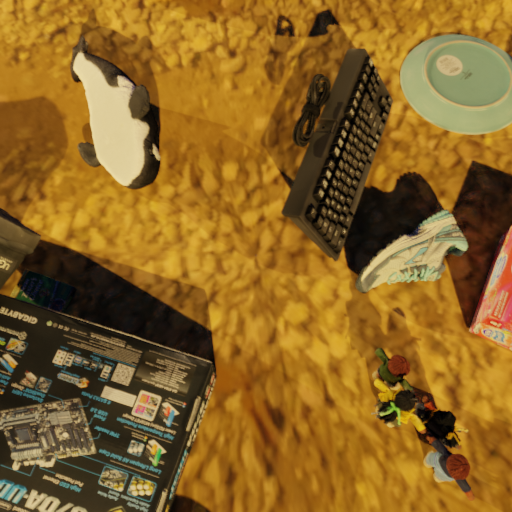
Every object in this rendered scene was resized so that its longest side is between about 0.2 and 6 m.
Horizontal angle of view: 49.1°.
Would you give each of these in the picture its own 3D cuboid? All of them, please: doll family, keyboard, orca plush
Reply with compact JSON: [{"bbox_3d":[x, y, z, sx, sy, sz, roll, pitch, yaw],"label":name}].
[{"bbox_3d":[2.170,2.182,7.364,0.819,1.206,2.087,-42,73,-17],"label":"doll family"},{"bbox_3d":[1.330,-1.791,8.830,0.428,2.003,3.336,-2,57,44],"label":"keyboard"},{"bbox_3d":[-2.291,-2.306,9.646,3.134,1.114,1.649,46,109,30],"label":"orca plush"}]

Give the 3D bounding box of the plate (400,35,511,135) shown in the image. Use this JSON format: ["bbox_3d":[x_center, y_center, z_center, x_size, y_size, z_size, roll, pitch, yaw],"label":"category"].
[{"bbox_3d":[3.839,-3.255,10.265,2.340,0.299,2.340,0,67,0],"label":"plate"}]

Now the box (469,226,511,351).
[{"bbox_3d":[3.976,0.433,8.316,0.904,0.865,1.813,24,68,10],"label":"box"}]

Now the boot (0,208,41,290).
[{"bbox_3d":[-4.857,0.718,8.009,2.905,1.157,3.524,24,83,45],"label":"boot"}]

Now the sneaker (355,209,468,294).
[{"bbox_3d":[2.424,0.074,8.560,1.968,0.764,0.849,-33,76,-12],"label":"sneaker"}]

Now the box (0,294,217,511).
[{"bbox_3d":[-2.524,2.247,7.549,3.347,0.770,2.660,16,66,7],"label":"box"}]

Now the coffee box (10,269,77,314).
[{"bbox_3d":[-3.276,0.583,8.613,0.868,0.191,0.534,20,72,9],"label":"coffee box"}]
